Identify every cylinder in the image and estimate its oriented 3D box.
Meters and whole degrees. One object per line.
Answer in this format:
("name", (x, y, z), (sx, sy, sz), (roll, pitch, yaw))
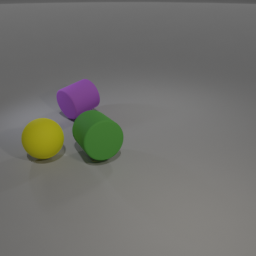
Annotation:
("cylinder", (-1.065, 0.218, 9.678), (1.400, 1.400, 1.400), (-13, 23, -23))
("cylinder", (-2.222, -1.307, 12.540), (1.400, 1.400, 1.400), (24, 43, 37))

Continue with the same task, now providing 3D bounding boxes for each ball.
("ball", (-2.908, 0.356, 9.594), (1.400, 1.400, 1.400), (0, 28, 0))
